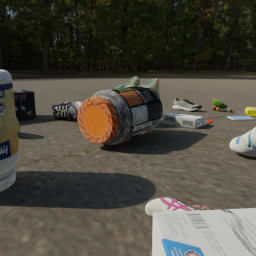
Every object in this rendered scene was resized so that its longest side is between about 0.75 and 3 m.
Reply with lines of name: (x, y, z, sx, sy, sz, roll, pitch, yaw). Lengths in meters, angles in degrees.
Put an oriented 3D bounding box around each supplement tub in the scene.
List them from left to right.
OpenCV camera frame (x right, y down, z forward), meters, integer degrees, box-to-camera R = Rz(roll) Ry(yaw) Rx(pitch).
supplement tub: (-3.166, 0.048, 5.688, 1.723, 2.387, 1.723, -1, 14, 0)
supplement tub: (-0.196, -0.463, 9.331, 1.758, 1.758, 2.868, 9, 15, 34)

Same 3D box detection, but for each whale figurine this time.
whale figurine: (0.266, -1.312, 12.130, 2.633, 2.094, 1.366, -35, 43, -31)

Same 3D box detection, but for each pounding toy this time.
pounding toy: (4.999, -1.092, 15.214, 1.147, 0.532, 0.885, 32, 8, 9)

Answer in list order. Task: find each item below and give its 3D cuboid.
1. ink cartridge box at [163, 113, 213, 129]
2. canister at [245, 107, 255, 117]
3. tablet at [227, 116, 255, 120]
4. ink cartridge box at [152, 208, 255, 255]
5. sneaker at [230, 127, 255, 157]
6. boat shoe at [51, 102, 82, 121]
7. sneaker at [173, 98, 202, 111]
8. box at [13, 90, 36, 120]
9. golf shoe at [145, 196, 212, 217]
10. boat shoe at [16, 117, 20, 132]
ink cartridge box: (2.656, -0.439, 12.173, 1.525, 0.450, 1.905, 10, 18, 37)
canister: (6.211, -0.807, 14.005, 0.612, 0.357, 0.824, 4, 15, 17)
tablet: (5.302, -0.468, 13.134, 1.069, 0.073, 0.696, -2, 13, -3)
ink cartridge box: (1.177, 1.501, 3.164, 1.639, 0.690, 1.185, -1, 13, -5)
sneaker: (4.143, -0.057, 8.170, 2.833, 1.488, 1.073, -6, 15, -27)
boat shoe: (-2.765, -0.704, 12.637, 1.123, 0.905, 2.423, -10, 7, -23)
sneaker: (3.234, -1.291, 15.406, 1.694, 0.672, 0.626, 11, 15, 35)
box: (-5.662, -1.021, 12.780, 2.438, 1.293, 1.490, -10, 16, -38)
golf shoe: (0.778, 1.374, 4.362, 1.134, 0.412, 0.522, 5, 14, 23)
boat shoe: (-5.090, -0.174, 10.151, 2.810, 1.040, 0.933, 7, 28, 31)
